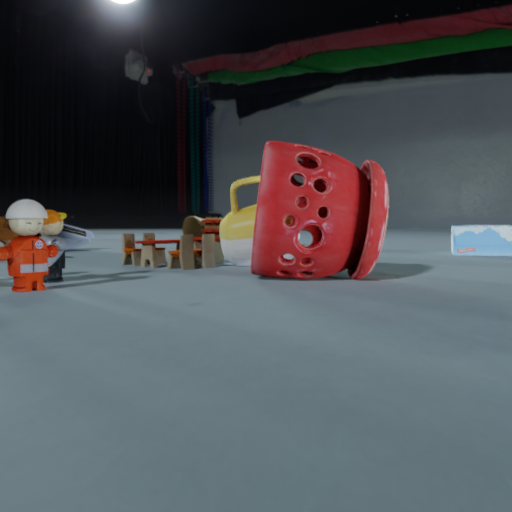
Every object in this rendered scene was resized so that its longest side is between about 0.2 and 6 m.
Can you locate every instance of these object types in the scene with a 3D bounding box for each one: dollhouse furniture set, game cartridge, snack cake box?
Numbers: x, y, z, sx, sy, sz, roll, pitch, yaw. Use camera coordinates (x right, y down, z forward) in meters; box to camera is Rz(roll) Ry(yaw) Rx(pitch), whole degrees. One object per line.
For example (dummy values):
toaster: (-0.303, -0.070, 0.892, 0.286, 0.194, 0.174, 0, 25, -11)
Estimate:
dollhouse furniture set: (-0.926, -0.175, 6.900, 1.159, 0.597, 1.146, 3, 5, 41)
game cartridge: (-3.759, -0.382, 10.670, 0.749, 0.227, 1.123, -20, -19, 25)
snack cake box: (3.966, -0.258, 9.136, 1.472, 0.495, 0.847, 1, 2, 17)

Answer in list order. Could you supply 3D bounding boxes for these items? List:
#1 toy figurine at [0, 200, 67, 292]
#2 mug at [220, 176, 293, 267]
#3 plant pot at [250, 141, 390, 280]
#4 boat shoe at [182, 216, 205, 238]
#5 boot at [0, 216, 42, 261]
toy figurine: (-2.126, -0.108, 4.616, 1.058, 0.736, 1.042, -1, 4, -4)
mug: (0.031, -0.343, 6.689, 0.880, 1.072, 0.859, -8, -6, 8)
plant pot: (0.561, -0.380, 5.221, 1.144, 1.256, 1.256, 7, 3, -1)
boat shoe: (-1.287, -0.654, 14.846, 0.613, 0.681, 1.888, 6, 3, -41)
boot: (-3.720, -0.334, 8.736, 1.976, 0.719, 2.099, -3, 5, -44)
